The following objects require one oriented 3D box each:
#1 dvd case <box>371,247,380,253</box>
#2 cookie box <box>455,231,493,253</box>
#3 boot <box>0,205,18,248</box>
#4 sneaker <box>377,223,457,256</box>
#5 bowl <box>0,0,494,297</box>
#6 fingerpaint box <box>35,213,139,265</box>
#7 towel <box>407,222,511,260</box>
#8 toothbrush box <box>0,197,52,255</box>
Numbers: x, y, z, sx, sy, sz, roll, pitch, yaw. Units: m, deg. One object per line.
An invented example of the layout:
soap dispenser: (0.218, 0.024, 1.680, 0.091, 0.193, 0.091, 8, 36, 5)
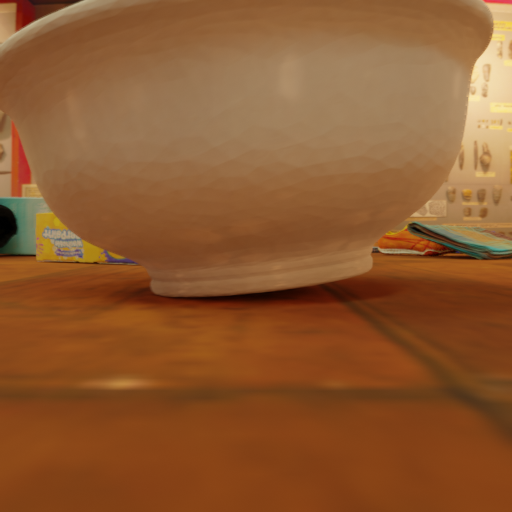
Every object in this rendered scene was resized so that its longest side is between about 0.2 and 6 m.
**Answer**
dvd case: (2.526, -0.138, 13.247, 1.223, 0.151, 0.919, -1, 3, -16)
cookie box: (4.729, -0.335, 13.144, 1.441, 0.541, 1.232, -2, 3, -43)
boot: (-5.436, -0.494, 10.680, 2.157, 0.981, 2.568, -3, 8, 13)
sneaker: (3.270, -0.329, 11.130, 1.782, 0.688, 0.651, 4, 1, 29)
bowl: (-0.031, -0.538, 3.826, 3.179, 1.429, 3.179, -7, 4, 0)
fingerpaint box: (-1.929, -0.291, 8.494, 2.111, 0.774, 1.761, 1, 2, 31)
towel: (4.078, -0.299, 10.247, 2.298, 0.249, 1.685, -1, 19, -38)
toothbrush box: (-3.942, -0.604, 11.559, 2.736, 1.167, 2.003, 0, 2, 8)
